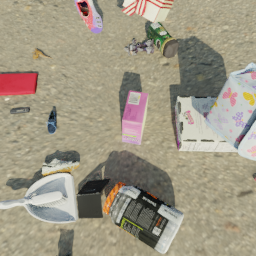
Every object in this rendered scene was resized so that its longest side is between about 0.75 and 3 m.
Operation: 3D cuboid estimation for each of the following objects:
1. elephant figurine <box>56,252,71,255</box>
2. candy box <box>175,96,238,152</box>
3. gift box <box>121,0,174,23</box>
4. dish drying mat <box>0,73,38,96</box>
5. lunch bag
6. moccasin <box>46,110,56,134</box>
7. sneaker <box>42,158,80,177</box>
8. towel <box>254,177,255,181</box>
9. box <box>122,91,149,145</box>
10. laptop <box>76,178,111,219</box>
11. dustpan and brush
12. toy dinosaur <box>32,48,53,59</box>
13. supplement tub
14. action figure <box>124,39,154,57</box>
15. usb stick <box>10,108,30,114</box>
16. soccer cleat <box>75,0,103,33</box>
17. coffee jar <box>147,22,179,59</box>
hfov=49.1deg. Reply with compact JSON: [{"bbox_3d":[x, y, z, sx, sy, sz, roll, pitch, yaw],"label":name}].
[{"bbox_3d":[-1.878,3.936,7.968,0.633,0.895,0.694,-25,61,-15],"label":"elephant figurine"},{"bbox_3d":[3.324,-0.150,10.517,2.947,0.899,2.010,2,58,1],"label":"candy box"},{"bbox_3d":[0.701,-4.699,10.003,1.668,1.539,1.558,27,29,11],"label":"gift box"},{"bbox_3d":[-5.379,-1.828,11.967,2.923,0.266,1.122,-3,59,-3],"label":"dish drying mat"},{"bbox_3d":[3.787,-0.304,8.165,1.570,2.094,2.469,-28,61,-32],"label":"lunch bag"},{"bbox_3d":[-3.009,-0.242,10.914,0.399,0.338,0.991,-8,58,-5],"label":"moccasin"},{"bbox_3d":[-2.389,1.284,9.869,1.317,0.498,0.577,-14,59,-9],"label":"sneaker"},{"bbox_3d":[5.288,1.819,9.738,1.475,0.168,1.062,-27,60,-18],"label":"towel"},{"bbox_3d":[0.256,-0.358,10.291,0.730,1.509,1.328,9,58,6],"label":"box"},{"bbox_3d":[-1.091,2.294,9.151,1.063,0.658,1.136,-13,23,34],"label":"laptop"},{"bbox_3d":[-2.968,2.370,9.061,2.450,0.701,1.710,-10,59,-6],"label":"dustpan and brush"},{"bbox_3d":[-4.070,-3.390,12.894,1.120,0.338,0.595,35,63,20],"label":"toy dinosaur"},{"bbox_3d":[0.438,2.639,8.516,2.210,1.354,1.354,28,62,15],"label":"supplement tub"},{"bbox_3d":[0.489,-3.744,13.036,1.425,0.494,0.927,-5,66,1],"label":"action figure"},{"bbox_3d":[-4.374,-0.682,11.317,0.767,0.125,0.213,-6,58,-4],"label":"usb stick"},{"bbox_3d":[-1.479,-4.196,10.414,0.743,2.179,0.797,-3,65,10],"label":"soccer cleat"},{"bbox_3d":[1.630,-4.056,12.973,0.744,0.910,1.744,-23,61,-17],"label":"coffee jar"}]
